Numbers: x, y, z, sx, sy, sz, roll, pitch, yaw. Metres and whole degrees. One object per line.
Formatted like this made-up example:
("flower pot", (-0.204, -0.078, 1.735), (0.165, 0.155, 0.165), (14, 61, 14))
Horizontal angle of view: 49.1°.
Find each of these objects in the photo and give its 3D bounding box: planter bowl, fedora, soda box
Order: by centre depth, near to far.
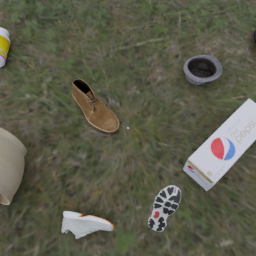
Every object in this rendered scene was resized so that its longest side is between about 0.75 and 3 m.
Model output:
("planter bowl", (-3.720, 0.850, 7.554), (2.190, 2.190, 1.474), (21, 57, 10))
("soda box", (2.989, 0.471, 8.342), (2.899, 0.923, 0.987), (-41, 70, -17))
("fedora", (2.526, -1.930, 9.724), (1.307, 0.590, 1.156), (-18, 65, -14))

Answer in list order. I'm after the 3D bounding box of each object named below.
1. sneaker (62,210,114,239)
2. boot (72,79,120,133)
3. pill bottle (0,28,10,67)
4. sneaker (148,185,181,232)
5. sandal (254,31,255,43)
("sneaker", (-1.099, 2.672, 7.523), (1.442, 0.546, 0.663), (8, 71, 12))
("boot", (-1.113, -0.718, 9.005), (0.804, 0.824, 2.185), (-38, 71, -19))
("pill bottle", (-4.712, -2.944, 10.157), (0.729, 0.729, 1.398), (1, 64, 1))
("sneaker", (0.704, 1.570, 5.739), (0.471, 1.168, 0.487), (23, 29, 0))
("sandal", (5.246, -3.625, 10.691), (0.903, 0.542, 2.406), (23, 51, 5))
